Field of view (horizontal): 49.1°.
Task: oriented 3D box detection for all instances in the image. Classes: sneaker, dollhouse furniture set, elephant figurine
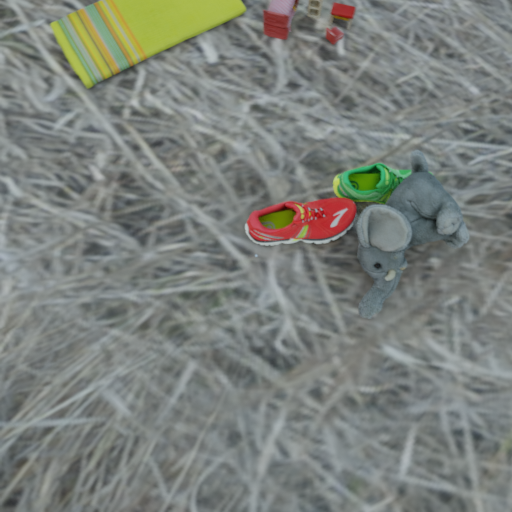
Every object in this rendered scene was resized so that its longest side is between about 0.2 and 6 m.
[{"bbox_3d":[0.899,-0.692,10.749,2.232,0.948,0.860,-12,73,-4],"label":"sneaker"},{"bbox_3d":[2.549,-1.389,10.995,2.010,0.840,0.744,-3,82,-4],"label":"sneaker"},{"bbox_3d":[1.175,-5.317,12.320,1.900,0.773,1.022,14,73,4],"label":"dollhouse furniture set"},{"bbox_3d":[2.525,-0.356,10.431,2.404,1.701,1.865,-28,45,7],"label":"elephant figurine"}]

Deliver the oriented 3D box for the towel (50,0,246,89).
[{"bbox_3d":[-2.390,-5.278,12.578,4.057,0.366,1.746,-29,80,-10],"label":"towel"}]
